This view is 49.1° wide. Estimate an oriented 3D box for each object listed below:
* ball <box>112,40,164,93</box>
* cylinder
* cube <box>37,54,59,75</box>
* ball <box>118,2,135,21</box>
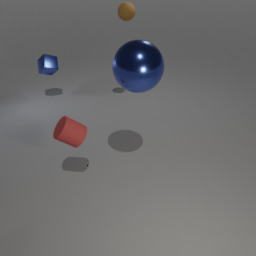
[{"bbox_3d":[0.275,-1.647,7.531,1.400,1.400,1.400,0,32,0],"label":"ball"},{"bbox_3d":[-1.625,0.112,7.891,0.700,0.700,0.700,28,18,-31],"label":"cylinder"},{"bbox_3d":[-3.787,-2.980,13.238,0.700,0.700,0.700,2,-16,-43],"label":"cube"},{"bbox_3d":[-0.057,-4.567,10.988,0.700,0.700,0.700,0,32,0],"label":"ball"}]
